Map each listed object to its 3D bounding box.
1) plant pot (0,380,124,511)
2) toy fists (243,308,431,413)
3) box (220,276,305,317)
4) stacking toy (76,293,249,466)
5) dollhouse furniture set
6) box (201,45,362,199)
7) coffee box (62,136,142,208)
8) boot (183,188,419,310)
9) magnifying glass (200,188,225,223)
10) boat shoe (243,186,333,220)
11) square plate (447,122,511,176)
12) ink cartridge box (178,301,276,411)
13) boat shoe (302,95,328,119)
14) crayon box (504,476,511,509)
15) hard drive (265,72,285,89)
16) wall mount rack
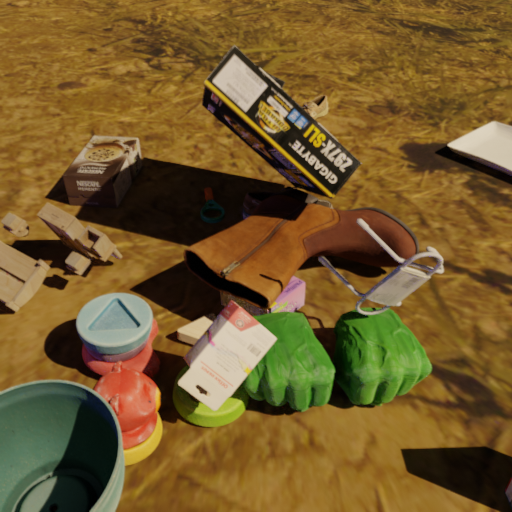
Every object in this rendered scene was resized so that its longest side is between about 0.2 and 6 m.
[{"bbox_3d":[-2.249,2.460,5.896,1.907,1.278,1.907,-2,43,2],"label":"plant pot"},{"bbox_3d":[1.034,1.447,7.577,2.588,0.890,1.319,-1,30,-10],"label":"toy fists"},{"bbox_3d":[0.099,0.605,9.019,1.042,0.504,0.917,30,46,33],"label":"box"},{"bbox_3d":[-1.282,1.313,7.504,2.200,1.026,2.430,-9,40,-18],"label":"stacking toy"},{"bbox_3d":[-3.679,0.412,9.459,1.944,1.113,2.280,26,71,21],"label":"dollhouse furniture set"},{"bbox_3d":[0.262,-2.209,9.810,2.610,0.806,3.268,38,4,-12],"label":"box"},{"bbox_3d":[-3.250,-1.844,12.044,1.059,0.748,1.873,4,37,5],"label":"coffee box"},{"bbox_3d":[0.848,-0.077,8.858,2.873,1.045,3.052,28,34,18],"label":"boot"},{"bbox_3d":[-0.932,-1.053,11.523,0.484,0.136,1.217,-6,37,-8],"label":"magnifying glass"},{"bbox_3d":[0.642,-0.977,10.966,1.805,0.653,0.652,-3,40,-1],"label":"boat shoe"},{"bbox_3d":[5.995,-2.469,13.239,2.165,0.308,2.145,-28,46,-31],"label":"square plate"},{"bbox_3d":[-0.393,1.211,6.799,1.155,0.673,0.390,-50,21,-7],"label":"ink cartridge box"},{"bbox_3d":[1.371,-3.853,14.888,0.567,0.513,1.591,23,43,27],"label":"boat shoe"},{"bbox_3d":[3.455,2.349,6.086,1.093,1.266,0.369,-2,37,-2],"label":"crayon box"},{"bbox_3d":[-0.028,-3.259,9.953,0.734,0.199,1.050,15,20,-34],"label":"hard drive"},{"bbox_3d":[1.608,0.157,7.231,1.292,1.487,0.554,16,48,-23],"label":"wall mount rack"}]
